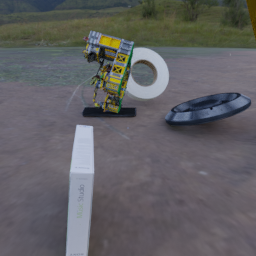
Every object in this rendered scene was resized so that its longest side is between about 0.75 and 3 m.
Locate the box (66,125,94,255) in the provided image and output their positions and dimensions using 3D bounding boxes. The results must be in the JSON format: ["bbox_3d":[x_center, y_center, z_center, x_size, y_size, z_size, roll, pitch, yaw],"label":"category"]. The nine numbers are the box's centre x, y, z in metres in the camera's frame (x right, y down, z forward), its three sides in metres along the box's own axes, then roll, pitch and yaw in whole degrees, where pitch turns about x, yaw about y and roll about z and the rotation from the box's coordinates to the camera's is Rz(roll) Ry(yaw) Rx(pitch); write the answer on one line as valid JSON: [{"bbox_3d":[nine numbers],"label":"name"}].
[{"bbox_3d":[-0.618,0.721,3.702,0.280,1.114,1.543,4,19,-8],"label":"box"}]

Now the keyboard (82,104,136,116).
[{"bbox_3d":[-0.573,-0.552,8.911,1.686,0.174,1.072,1,25,2],"label":"keyboard"}]

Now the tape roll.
[{"bbox_3d":[0.514,-1.874,9.790,1.884,1.884,0.344,-7,-7,-18],"label":"tape roll"}]

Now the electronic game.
[{"bbox_3d":[2.154,-0.503,7.706,2.303,0.479,2.303,-15,12,3],"label":"electronic game"}]

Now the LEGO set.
[{"bbox_3d":[-0.728,-1.516,7.838,1.384,1.837,2.389,16,-7,2],"label":"LEGO set"}]

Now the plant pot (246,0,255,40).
[{"bbox_3d":[-0.315,1.226,0.416,2.004,2.017,2.063,-22,48,22],"label":"plant pot"}]
